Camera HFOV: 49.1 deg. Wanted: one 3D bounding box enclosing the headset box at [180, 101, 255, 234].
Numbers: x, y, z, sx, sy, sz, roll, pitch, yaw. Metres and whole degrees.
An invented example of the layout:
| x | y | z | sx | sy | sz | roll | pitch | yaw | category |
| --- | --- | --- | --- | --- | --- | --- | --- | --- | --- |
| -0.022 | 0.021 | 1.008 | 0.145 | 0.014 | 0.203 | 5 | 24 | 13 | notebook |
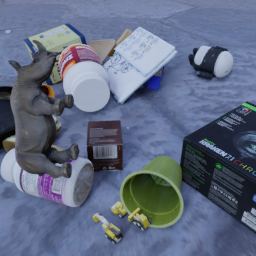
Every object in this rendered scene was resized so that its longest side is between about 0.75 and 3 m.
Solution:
| x | y | z | sx | sy | sz | roll | pitch | yaw | category |
| --- | --- | --- | --- | --- | --- | --- | --- | --- | --- |
| 3.204 | 0.776 | 6.878 | 2.938 | 1.363 | 2.558 | -25 | 42 | -31 | headset box |

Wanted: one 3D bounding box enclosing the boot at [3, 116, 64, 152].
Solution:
| x | y | z | sx | sy | sz | roll | pitch | yaw | category |
| --- | --- | --- | --- | --- | --- | --- | --- | --- | --- |
| -2.301 | 0.318 | 8.115 | 2.047 | 0.745 | 1.591 | 11 | 36 | 21 | boot |

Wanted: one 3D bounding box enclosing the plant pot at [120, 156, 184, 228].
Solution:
| x | y | z | sx | sy | sz | roll | pitch | yaw | category |
| --- | --- | --- | --- | --- | --- | --- | --- | --- | --- |
| 0.708 | 1.286 | 6.388 | 1.383 | 1.383 | 1.313 | 14 | 25 | 19 | plant pot |

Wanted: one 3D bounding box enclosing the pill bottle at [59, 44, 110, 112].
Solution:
| x | y | z | sx | sy | sz | roll | pitch | yaw | category |
| --- | --- | --- | --- | --- | --- | --- | --- | --- | --- |
| -1.618 | -1.892 | 10.414 | 1.683 | 1.683 | 2.980 | -10 | 36 | -14 | pill bottle |

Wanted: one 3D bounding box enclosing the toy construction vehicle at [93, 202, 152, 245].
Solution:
| x | y | z | sx | sy | sz | roll | pitch | yaw | category |
| --- | --- | --- | --- | --- | --- | --- | --- | --- | --- |
| -0.156 | 1.939 | 5.986 | 0.889 | 0.360 | 1.021 | -33 | 36 | -26 | toy construction vehicle |

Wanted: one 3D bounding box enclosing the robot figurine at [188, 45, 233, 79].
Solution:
| x | y | z | sx | sy | sz | roll | pitch | yaw | category |
| --- | --- | --- | --- | --- | --- | --- | --- | --- | --- |
| 3.664 | -2.930 | 12.393 | 1.912 | 1.437 | 1.193 | 25 | 22 | 32 | robot figurine |

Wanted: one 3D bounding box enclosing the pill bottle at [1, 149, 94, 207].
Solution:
| x | y | z | sx | sy | sz | roll | pitch | yaw | category |
| --- | --- | --- | --- | --- | --- | --- | --- | --- | --- |
| -1.930 | 1.088 | 6.662 | 2.005 | 1.125 | 1.125 | 12 | 36 | 17 | pill bottle |

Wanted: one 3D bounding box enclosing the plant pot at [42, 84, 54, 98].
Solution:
| x | y | z | sx | sy | sz | roll | pitch | yaw | category |
| --- | --- | --- | --- | --- | --- | --- | --- | --- | --- |
| -3.208 | -1.306 | 10.507 | 0.753 | 0.753 | 0.690 | -16 | 22 | -22 | plant pot |

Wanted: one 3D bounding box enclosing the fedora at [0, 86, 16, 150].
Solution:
| x | y | z | sx | sy | sz | roll | pitch | yaw | category |
| --- | --- | --- | --- | --- | --- | --- | --- | --- | --- |
| -3.790 | -0.089 | 7.975 | 1.113 | 2.437 | 2.437 | 46 | 48 | 8 | fedora |

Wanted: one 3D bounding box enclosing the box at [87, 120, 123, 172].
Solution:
| x | y | z | sx | sy | sz | roll | pitch | yaw | category |
| --- | --- | --- | --- | --- | --- | --- | --- | --- | --- |
| -0.625 | 0.479 | 7.678 | 0.940 | 0.931 | 1.133 | -2 | 35 | -3 | box |

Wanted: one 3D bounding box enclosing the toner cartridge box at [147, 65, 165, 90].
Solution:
| x | y | z | sx | sy | sz | roll | pitch | yaw | category |
| --- | --- | --- | --- | --- | --- | --- | --- | --- | --- |
| 1.219 | -2.640 | 11.970 | 0.495 | 1.088 | 2.291 | 13 | 36 | -1 | toner cartridge box |

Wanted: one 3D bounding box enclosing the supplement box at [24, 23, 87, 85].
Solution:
| x | y | z | sx | sy | sz | roll | pitch | yaw | category |
| --- | --- | --- | --- | --- | --- | --- | --- | --- | --- |
| -3.040 | -3.271 | 12.228 | 2.179 | 1.464 | 2.181 | -27 | 41 | -14 | supplement box |

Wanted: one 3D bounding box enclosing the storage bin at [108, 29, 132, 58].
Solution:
| x | y | z | sx | sy | sz | roll | pitch | yaw | category |
| --- | --- | --- | --- | --- | --- | --- | --- | --- | --- |
| 0.134 | -3.550 | 12.720 | 1.693 | 0.799 | 1.705 | -52 | 39 | 4 | storage bin |

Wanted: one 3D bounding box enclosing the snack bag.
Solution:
| x | y | z | sx | sy | sz | roll | pitch | yaw | category |
| --- | --- | --- | --- | --- | --- | --- | --- | --- | --- |
| 0.110 | -2.601 | 11.114 | 2.904 | 0.311 | 2.738 | -42 | 46 | 3 | snack bag |

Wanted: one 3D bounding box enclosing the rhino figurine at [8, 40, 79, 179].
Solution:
| x | y | z | sx | sy | sz | roll | pitch | yaw | category |
| --- | --- | --- | --- | --- | --- | --- | --- | --- | --- |
| -1.531 | -0.332 | 4.834 | 1.063 | 2.432 | 0.727 | -6 | -1 | 14 | rhino figurine |

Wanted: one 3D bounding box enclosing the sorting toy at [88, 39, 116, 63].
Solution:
| x | y | z | sx | sy | sz | roll | pitch | yaw | category |
| --- | --- | --- | --- | --- | --- | --- | --- | --- | --- |
| -1.542 | -3.403 | 13.094 | 1.641 | 0.323 | 1.773 | 7 | 59 | 33 | sorting toy |
